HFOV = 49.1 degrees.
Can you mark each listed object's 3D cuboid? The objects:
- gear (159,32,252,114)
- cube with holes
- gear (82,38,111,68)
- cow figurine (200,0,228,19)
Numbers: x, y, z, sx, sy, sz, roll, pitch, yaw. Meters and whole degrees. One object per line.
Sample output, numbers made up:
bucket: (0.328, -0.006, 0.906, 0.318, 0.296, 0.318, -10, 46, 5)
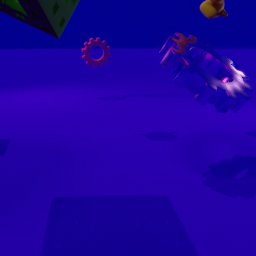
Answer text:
gear: (1.525, -1.114, 5.480, 1.916, 0.354, 1.916, 20, 41, -19)
cube with holes: (-1.439, -2.389, 4.124, 1.275, 1.275, 1.275, 26, -6, 2)
gear: (-1.400, -3.325, 12.406, 1.260, 1.260, 0.233, -4, 26, -13)
cow figurine: (2.483, -3.629, 7.424, 1.383, 1.406, 0.772, -2, 51, -54)
